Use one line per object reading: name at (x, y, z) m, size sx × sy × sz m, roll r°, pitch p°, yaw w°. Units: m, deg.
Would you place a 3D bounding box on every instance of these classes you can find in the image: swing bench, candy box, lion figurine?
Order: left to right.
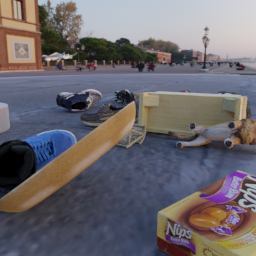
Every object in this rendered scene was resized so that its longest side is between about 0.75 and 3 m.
swing bench at (-0.082, 0.151, 7.256) m, size 0.810 × 0.528 × 0.814 m, roll 10°, pitch 11°, yaw 37°
lion figurine at (2.228, 0.140, 6.740) m, size 2.217 × 0.804 × 1.358 m, roll 6°, pitch 7°, yaw 40°
candy box at (1.324, 1.091, 3.321) m, size 1.793 × 0.506 × 1.046 m, roll -13°, pitch 19°, yaw -39°

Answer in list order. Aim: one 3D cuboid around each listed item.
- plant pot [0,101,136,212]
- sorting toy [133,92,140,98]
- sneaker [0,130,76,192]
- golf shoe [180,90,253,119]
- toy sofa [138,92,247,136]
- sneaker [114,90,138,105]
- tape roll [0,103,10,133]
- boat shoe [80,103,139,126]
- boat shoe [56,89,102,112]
plant pot at (-0.793, 0.440, 4.072) m, size 2.399 × 0.330 × 2.399 m, roll -36°, pitch 3°, yaw 2°
sorting toy at (1.146, -1.217, 12.839) m, size 1.673 × 0.405 × 2.971 m, roll 11°, pitch 10°, yaw -18°
sneaker at (-1.631, 0.502, 4.840) m, size 2.008 × 0.771 × 1.117 m, roll -15°, pitch 6°, yaw -36°
golf shoe at (2.591, -0.527, 9.425) m, size 1.316 × 1.154 × 2.989 m, roll -33°, pitch 27°, yaw -32°
toy sofa at (1.816, -0.392, 8.046) m, size 2.868 × 1.188 × 1.400 m, roll 6°, pitch 11°, yaw 25°
sneaker at (0.126, -1.588, 14.085) m, size 1.094 × 0.717 × 1.895 m, roll -3°, pitch 13°, yaw -25°
tape roll at (-4.809, -0.268, 8.431) m, size 2.282 × 0.754 × 2.282 m, roll -1°, pitch 14°, yaw 0°
boat shoe at (-0.602, -0.473, 9.083) m, size 1.940 × 0.711 × 0.723 m, roll -1°, pitch 14°, yaw 9°
boat shoe at (-1.866, -1.114, 12.208) m, size 2.308 × 0.862 × 1.070 m, roll -14°, pitch 34°, yaw -42°
